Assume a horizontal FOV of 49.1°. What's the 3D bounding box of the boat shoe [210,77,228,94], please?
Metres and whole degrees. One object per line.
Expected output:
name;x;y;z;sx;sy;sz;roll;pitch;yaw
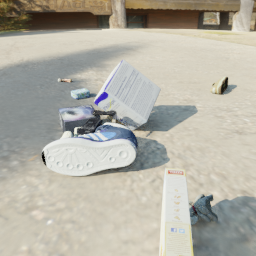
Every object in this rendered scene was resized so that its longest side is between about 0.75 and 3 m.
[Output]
boat shoe;5.230;-2.493;16.133;0.771;0.725;2.025;2;23;33

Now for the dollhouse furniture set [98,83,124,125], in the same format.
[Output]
dollhouse furniture set;-0.221;-1.069;11.944;1.558;1.638;1.335;-23;34;-39

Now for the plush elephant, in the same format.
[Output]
plush elephant;1.682;1.971;6.786;0.648;0.689;0.837;-26;-29;35

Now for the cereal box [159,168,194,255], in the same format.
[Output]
cereal box;0.813;2.127;4.985;0.493;1.793;2.492;3;26;8

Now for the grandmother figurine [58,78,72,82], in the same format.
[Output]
grandmother figurine;-4.025;-3.014;17.718;0.859;0.260;0.521;1;-3;8

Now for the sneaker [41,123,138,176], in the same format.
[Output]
sneaker;-1.146;0.569;9.237;2.918;1.176;2.137;-4;17;-1

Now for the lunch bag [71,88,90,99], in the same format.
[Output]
lunch bag;-2.553;-1.840;15.033;0.927;0.382;0.745;-16;31;-30

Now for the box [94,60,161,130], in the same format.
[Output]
box;0.008;-1.292;11.185;2.036;1.068;1.872;36;55;-15

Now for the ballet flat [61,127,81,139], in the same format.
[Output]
ballet flat;-1.911;0.364;9.983;0.686;0.677;2.015;4;21;43

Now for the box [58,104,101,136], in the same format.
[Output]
box;-1.922;-0.262;11.138;1.414;0.871;1.403;-10;28;-20

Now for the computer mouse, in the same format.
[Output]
computer mouse;-1.007;-0.088;9.975;1.158;0.380;1.649;1;36;19
